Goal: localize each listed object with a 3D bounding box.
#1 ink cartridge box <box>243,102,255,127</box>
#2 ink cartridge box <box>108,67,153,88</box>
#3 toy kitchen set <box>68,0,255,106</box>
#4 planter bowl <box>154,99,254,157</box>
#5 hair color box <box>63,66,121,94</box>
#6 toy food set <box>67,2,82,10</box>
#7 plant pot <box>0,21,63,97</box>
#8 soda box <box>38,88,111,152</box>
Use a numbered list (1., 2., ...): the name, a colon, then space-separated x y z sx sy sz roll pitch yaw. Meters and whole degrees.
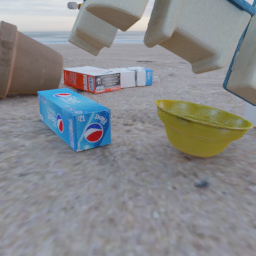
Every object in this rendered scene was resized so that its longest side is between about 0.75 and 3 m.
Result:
1. ink cartridge box: 4.457 -0.334 7.230 1.699 0.975 2.339 -6 21 -17
2. ink cartridge box: 0.092 -2.401 13.186 1.763 0.757 1.291 -9 22 -27
3. toy kitchen set: 0.774 -1.534 4.049 2.682 1.580 2.148 24 -4 -20
4. planter bowl: 1.517 0.058 6.108 2.109 0.878 2.109 10 16 -3
5. hair color box: -1.660 -2.209 12.582 1.417 0.817 2.555 -16 24 -38
6. toy food set: -1.500 -3.408 6.992 0.485 1.077 0.514 21 59 41
7. plant pot: -3.964 -2.461 11.080 2.502 2.869 2.869 9 15 -26
8. soda box: -1.508 -0.341 7.376 0.946 0.895 2.790 -12 24 -30
